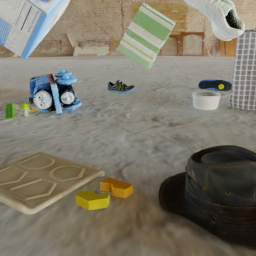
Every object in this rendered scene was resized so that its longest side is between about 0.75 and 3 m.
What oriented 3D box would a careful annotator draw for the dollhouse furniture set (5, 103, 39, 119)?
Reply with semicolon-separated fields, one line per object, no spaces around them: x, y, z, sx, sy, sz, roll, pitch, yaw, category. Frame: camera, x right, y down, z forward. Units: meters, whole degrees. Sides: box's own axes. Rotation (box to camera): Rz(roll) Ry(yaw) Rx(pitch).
-3.496;-0.513;9.241;0.615;0.475;1.230;-3;-3;14;dollhouse furniture set

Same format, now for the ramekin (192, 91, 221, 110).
2.844;-1.000;10.232;0.989;0.519;0.989;0;18;0;ramekin

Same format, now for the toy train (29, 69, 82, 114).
-2.695;-1.301;10.162;1.674;1.270;2.930;-14;22;-13;toy train

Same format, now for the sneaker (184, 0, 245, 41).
2.193;-3.162;7.085;2.190;0.770;0.878;41;4;-14;sneaker

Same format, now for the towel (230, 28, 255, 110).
4.743;-1.934;9.355;2.352;2.841;1.216;11;22;35;towel

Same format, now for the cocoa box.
-2.372;-3.147;6.678;1.550;1.575;2.362;33;46;-18;cocoa box

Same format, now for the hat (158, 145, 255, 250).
1.508;0.734;4.126;2.119;0.855;2.119;0;16;0;hat

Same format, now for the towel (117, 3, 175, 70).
0.654;-3.354;10.358;1.506;1.974;0.231;34;29;4;towel

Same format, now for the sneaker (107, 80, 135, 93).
-0.342;-1.964;13.224;1.392;0.577;0.494;6;20;20;sneaker

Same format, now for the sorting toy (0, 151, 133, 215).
-1.214;0.926;4.505;2.342;0.313;1.745;11;16;32;sorting toy

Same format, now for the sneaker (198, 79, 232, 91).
4.358;-2.174;13.938;1.662;0.548;0.652;7;20;22;sneaker
